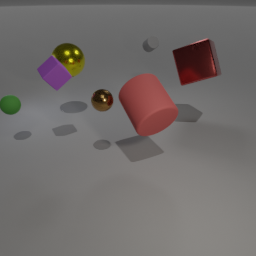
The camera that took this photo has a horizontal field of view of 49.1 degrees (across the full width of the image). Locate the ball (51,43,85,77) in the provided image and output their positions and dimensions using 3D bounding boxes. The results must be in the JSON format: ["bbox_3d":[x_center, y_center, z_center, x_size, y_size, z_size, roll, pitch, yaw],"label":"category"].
[{"bbox_3d":[-2.483,-2.798,11.612,1.400,1.400,1.400,0,27,0],"label":"ball"}]

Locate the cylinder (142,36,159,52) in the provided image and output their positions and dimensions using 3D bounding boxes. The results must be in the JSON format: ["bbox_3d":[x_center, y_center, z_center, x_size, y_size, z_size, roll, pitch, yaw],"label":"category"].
[{"bbox_3d":[1.259,-4.656,15.566,0.700,0.700,0.700,-12,1,-22],"label":"cylinder"}]

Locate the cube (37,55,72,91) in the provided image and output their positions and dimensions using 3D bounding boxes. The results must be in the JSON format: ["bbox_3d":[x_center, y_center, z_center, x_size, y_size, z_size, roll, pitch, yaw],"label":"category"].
[{"bbox_3d":[-2.413,-1.803,9.190,0.700,0.700,0.700,-42,49,3],"label":"cube"}]

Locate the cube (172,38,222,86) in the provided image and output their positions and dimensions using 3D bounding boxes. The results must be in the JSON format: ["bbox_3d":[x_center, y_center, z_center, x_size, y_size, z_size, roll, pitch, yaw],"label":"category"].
[{"bbox_3d":[2.732,-2.547,10.980,1.400,1.400,1.400,-13,6,27],"label":"cube"}]

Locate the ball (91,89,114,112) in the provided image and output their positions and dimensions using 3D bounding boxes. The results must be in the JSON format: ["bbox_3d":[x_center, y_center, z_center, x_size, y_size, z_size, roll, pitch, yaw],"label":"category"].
[{"bbox_3d":[-0.796,-0.854,8.672,0.700,0.700,0.700,0,27,0],"label":"ball"}]

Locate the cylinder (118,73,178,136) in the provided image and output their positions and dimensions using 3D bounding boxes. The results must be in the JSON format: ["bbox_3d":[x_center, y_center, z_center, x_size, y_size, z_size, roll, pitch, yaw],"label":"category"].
[{"bbox_3d":[0.605,-0.701,8.615,1.400,1.400,1.400,-14,59,-25],"label":"cylinder"}]

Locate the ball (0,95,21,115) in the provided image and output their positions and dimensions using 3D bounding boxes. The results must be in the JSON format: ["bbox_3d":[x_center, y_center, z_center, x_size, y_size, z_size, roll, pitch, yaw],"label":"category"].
[{"bbox_3d":[-4.129,-0.814,9.836,0.700,0.700,0.700,0,27,0],"label":"ball"}]
